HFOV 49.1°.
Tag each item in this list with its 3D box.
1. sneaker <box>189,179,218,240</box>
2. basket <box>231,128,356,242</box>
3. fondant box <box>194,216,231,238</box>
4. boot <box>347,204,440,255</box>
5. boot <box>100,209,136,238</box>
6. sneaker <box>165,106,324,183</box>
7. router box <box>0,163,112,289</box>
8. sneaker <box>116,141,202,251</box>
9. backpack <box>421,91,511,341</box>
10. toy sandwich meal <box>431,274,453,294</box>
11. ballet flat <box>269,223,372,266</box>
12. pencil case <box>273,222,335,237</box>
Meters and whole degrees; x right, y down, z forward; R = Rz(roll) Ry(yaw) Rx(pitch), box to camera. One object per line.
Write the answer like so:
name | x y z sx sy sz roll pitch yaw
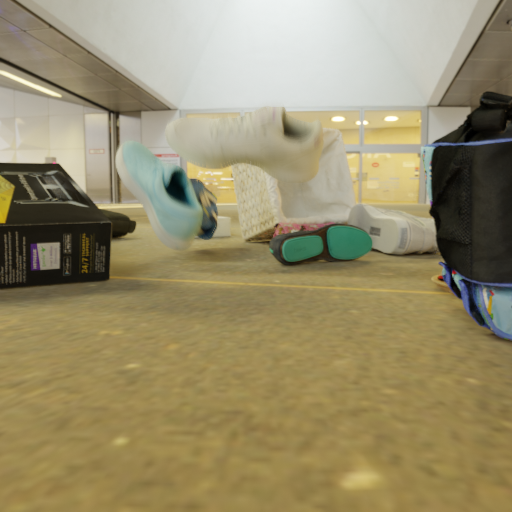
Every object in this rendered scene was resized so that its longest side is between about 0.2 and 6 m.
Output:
sneaker | -1.402 -0.985 11.873 0.898 0.999 2.428 -8 -11 19
basket | 0.874 -1.762 14.088 2.488 2.511 2.019 -5 -8 -33
fondant box | -1.715 -0.869 16.219 1.381 0.558 1.914 -3 9 -25
boot | 3.082 -0.515 12.362 1.322 1.018 2.767 5 13 -15
boot | -5.287 -0.987 15.181 3.491 1.352 2.415 19 10 27
sneaker | -0.171 -2.186 9.859 2.822 1.056 1.406 8 -36 -4
router box | -4.217 -0.620 8.801 2.930 0.973 3.727 -4 23 -29
sneaker | -1.608 -1.338 9.879 0.938 1.040 2.538 -7 53 -47
backpack | 3.290 -0.605 6.090 3.010 2.218 3.297 -3 10 6
toy sandwich meal | 3.108 0.204 7.509 1.497 0.513 1.497 0 7 0
ballet flat | 1.145 -0.219 10.339 2.104 0.769 0.769 -6 9 -29
pencil case | 1.138 -0.463 12.663 1.517 0.628 0.656 -3 45 -24
